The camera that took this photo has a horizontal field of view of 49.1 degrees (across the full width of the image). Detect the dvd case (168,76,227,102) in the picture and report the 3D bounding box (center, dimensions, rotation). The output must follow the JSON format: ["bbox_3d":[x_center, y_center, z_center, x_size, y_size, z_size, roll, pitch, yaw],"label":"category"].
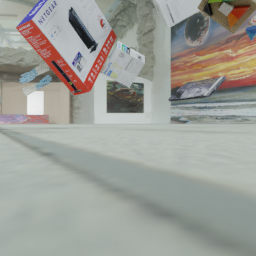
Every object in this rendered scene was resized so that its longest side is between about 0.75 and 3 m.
[{"bbox_3d":[2.647,-1.503,10.859,1.891,0.151,1.406,1,35,50],"label":"dvd case"}]

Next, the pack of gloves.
[{"bbox_3d":[-3.237,-1.694,10.002,1.182,0.233,0.993,-36,-27,-23],"label":"pack of gloves"}]

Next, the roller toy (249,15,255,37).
[{"bbox_3d":[4.428,-3.403,9.068,0.824,0.631,0.904,-25,33,24],"label":"roller toy"}]

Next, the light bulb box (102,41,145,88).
[{"bbox_3d":[-0.205,-2.958,13.075,1.486,1.473,0.927,26,32,-17],"label":"light bulb box"}]

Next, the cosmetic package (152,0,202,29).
[{"bbox_3d":[1.368,-3.576,7.655,1.251,1.247,0.769,-26,-47,10],"label":"cosmetic package"}]

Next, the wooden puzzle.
[{"bbox_3d":[1.994,-2.484,5.747,1.731,0.202,1.168,34,-15,7],"label":"wooden puzzle"}]

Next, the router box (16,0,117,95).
[{"bbox_3d":[-1.674,-2.943,8.728,0.707,2.895,2.599,-8,-43,33],"label":"router box"}]
